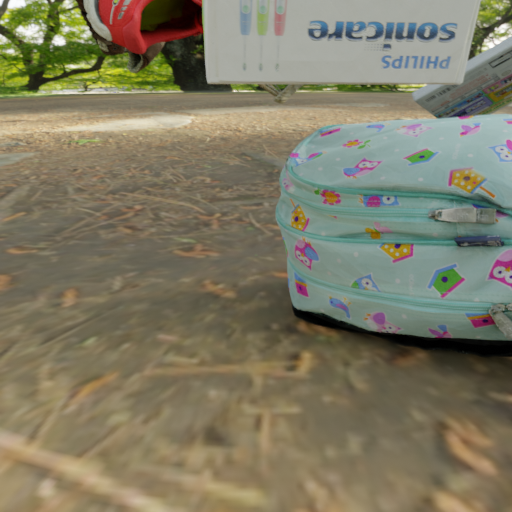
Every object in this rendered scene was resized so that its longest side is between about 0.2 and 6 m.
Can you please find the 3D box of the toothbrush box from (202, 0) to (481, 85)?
[{"bbox_3d":[0.430,-2.089,4.264,1.687,0.997,2.317,-1,34,-5],"label":"toothbrush box"}]

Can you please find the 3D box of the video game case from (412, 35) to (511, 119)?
[{"bbox_3d":[3.139,-2.328,7.717,1.518,0.167,1.382,-26,-26,37],"label":"video game case"}]

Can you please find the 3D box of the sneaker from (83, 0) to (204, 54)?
[{"bbox_3d":[-0.646,-3.035,6.590,2.652,1.021,1.126,-34,64,-21],"label":"sneaker"}]

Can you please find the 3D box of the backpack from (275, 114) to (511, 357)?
[{"bbox_3d":[1.884,-0.282,5.712,3.343,2.116,2.789,4,24,26],"label":"backpack"}]

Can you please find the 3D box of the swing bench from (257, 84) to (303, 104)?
[{"bbox_3d":[0.533,-3.479,10.445,1.014,1.009,0.658,35,34,-23],"label":"swing bench"}]

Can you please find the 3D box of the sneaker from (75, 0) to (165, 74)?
[{"bbox_3d":[-2.379,-3.822,9.295,0.851,0.913,2.417,36,7,25],"label":"sneaker"}]
